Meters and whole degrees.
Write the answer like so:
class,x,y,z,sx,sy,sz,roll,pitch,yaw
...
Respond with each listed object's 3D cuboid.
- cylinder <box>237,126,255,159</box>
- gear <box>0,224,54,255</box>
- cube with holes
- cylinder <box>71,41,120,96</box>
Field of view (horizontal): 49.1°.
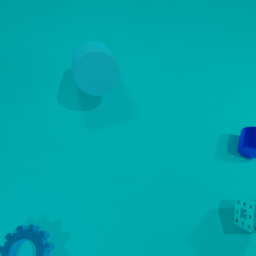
class,x,y,z,sx,sy,sz,roll,pitch,yaw
cylinder,3.621,0.427,8.188,0.709,0.709,0.709,16,63,8
gear,-2.512,3.118,6.834,1.420,0.263,1.420,-7,63,13
cube with holes,3.199,2.178,7.045,0.700,0.700,0.700,7,88,-16
cylinder,-1.001,-1.812,8.428,1.343,1.343,1.343,-13,29,-7
